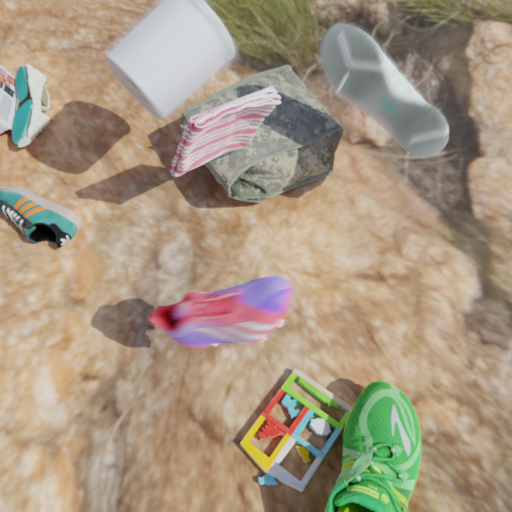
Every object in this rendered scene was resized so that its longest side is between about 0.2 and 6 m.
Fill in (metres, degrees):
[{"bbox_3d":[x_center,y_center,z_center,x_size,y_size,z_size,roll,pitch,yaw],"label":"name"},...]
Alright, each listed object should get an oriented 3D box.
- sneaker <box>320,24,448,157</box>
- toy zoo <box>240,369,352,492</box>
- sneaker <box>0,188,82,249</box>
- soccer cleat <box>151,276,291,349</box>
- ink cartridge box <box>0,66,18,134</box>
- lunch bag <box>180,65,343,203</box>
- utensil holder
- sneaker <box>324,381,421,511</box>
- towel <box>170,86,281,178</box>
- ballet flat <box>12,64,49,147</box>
[{"bbox_3d":[1.977,-2.576,8.926,0.901,1.026,2.561,-42,90,19],"label":"sneaker"},{"bbox_3d":[0.562,2.714,8.516,1.140,0.178,1.738,33,63,18],"label":"toy zoo"},{"bbox_3d":[-4.187,-0.693,10.336,1.811,0.646,0.724,19,56,10],"label":"sneaker"},{"bbox_3d":[-0.484,0.722,7.144,0.890,2.327,0.776,25,62,-28],"label":"soccer cleat"},{"bbox_3d":[-5.540,-3.261,11.797,0.620,1.298,1.478,-20,55,24],"label":"ink cartridge box"},{"bbox_3d":[0.021,-2.245,10.804,2.546,1.497,2.088,-23,61,-19],"label":"lunch bag"},{"bbox_3d":[-1.319,-3.049,8.525,1.537,1.306,1.306,-44,67,-6],"label":"utensil holder"},{"bbox_3d":[1.596,3.194,7.529,1.199,1.353,3.238,16,59,10],"label":"sneaker"},{"bbox_3d":[-0.523,-1.805,8.526,1.440,1.968,0.294,-27,85,-21],"label":"towel"},{"bbox_3d":[-4.672,-3.135,11.806,0.747,0.747,2.082,-7,66,-4],"label":"ballet flat"}]
